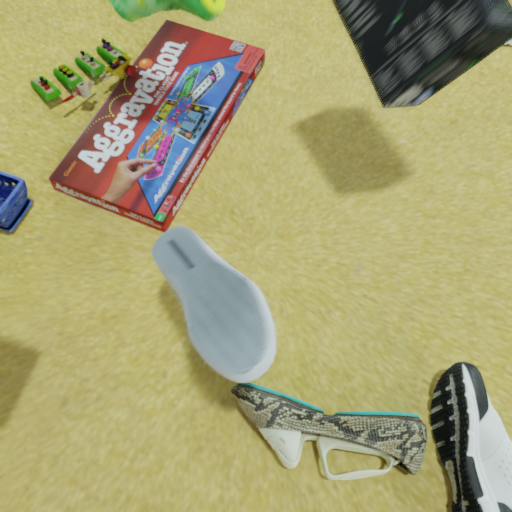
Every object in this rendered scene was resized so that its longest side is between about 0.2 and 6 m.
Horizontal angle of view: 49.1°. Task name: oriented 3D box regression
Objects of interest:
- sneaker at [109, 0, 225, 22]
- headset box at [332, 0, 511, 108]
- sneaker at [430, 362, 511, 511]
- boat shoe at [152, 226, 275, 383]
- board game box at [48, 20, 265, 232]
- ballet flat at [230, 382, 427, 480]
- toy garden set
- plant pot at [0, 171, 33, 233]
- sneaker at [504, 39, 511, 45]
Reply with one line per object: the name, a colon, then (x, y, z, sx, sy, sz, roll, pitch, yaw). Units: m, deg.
sneaker: (-1.547, -3.973, 8.372, 2.581, 1.079, 0.956, 31, 25, 20)
headset box: (2.246, -3.460, 7.786, 0.969, 1.819, 2.089, -16, 78, -41)
sneaker: (3.267, 2.882, 7.926, 1.106, 1.019, 2.765, 1, 67, -12)
boat shoe: (-0.438, 0.615, 7.298, 1.020, 0.926, 2.775, -35, 47, 1)
board game box: (-1.796, -2.775, 11.092, 2.378, 0.449, 4.620, 20, 64, 11)
ballet flat: (0.985, 2.584, 8.005, 2.915, 0.989, 1.098, 11, 67, 2)
toy garden set: (-3.488, -3.752, 11.361, 1.925, 0.384, 1.605, -36, 50, -17)
plant pot: (-4.568, -0.949, 9.934, 0.867, 0.779, 0.867, 19, 65, 10)
sneaker: (6.107, -5.185, 12.097, 2.275, 0.916, 0.869, -7, 64, -2)
